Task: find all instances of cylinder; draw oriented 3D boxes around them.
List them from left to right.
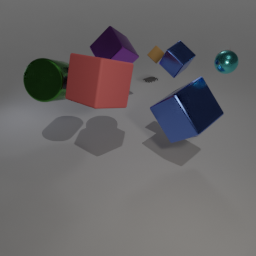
[{"bbox_3d":[-2.594,-1.627,9.610,1.400,1.400,1.400,6,10,11],"label":"cylinder"},{"bbox_3d":[1.534,-4.008,15.277,0.700,0.700,0.700,41,13,-12],"label":"cylinder"}]

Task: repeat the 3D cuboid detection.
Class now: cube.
[{"bbox_3d":[-0.879,-1.430,8.579,1.400,1.400,1.400,20,17,37],"label":"cube"},{"bbox_3d":[-0.627,-3.517,12.940,1.400,1.400,1.400,10,46,-57],"label":"cube"},{"bbox_3d":[1.540,-2.154,8.795,0.700,0.700,0.700,46,63,7],"label":"cube"},{"bbox_3d":[1.853,-0.549,8.949,1.400,1.400,1.400,-34,4,-30],"label":"cube"}]

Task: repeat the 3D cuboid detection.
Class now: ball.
[{"bbox_3d":[2.958,-1.983,8.437,0.700,0.700,0.700,0,31,0],"label":"ball"}]
